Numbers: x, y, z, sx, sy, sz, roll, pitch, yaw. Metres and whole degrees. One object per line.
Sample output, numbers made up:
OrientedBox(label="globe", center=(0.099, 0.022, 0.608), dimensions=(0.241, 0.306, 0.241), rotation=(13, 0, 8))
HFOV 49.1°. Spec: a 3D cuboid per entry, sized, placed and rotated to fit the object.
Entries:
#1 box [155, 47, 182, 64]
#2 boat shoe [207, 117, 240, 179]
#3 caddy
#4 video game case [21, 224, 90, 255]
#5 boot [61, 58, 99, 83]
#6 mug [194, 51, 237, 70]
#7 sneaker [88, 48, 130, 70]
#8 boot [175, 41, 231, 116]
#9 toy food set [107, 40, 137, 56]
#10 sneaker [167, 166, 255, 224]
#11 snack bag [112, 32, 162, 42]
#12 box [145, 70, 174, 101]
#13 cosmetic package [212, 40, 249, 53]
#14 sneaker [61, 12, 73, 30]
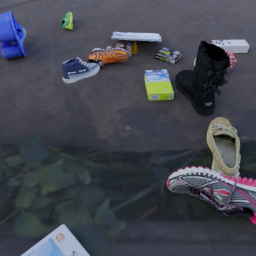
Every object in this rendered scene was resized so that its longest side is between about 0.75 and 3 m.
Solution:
OrientedBox(label="box", center=(1.592, -2.865, 11.059), dimensions=(0.883, 0.195, 0.707), rotation=(22, 48, 22))
OrientedBox(label="boat shoe", center=(2.501, 0.430, 7.232), dimensions=(0.834, 0.720, 2.287), rotation=(10, 45, 10))
OrientedBox(label="caddy", center=(-4.551, -3.649, 10.986), dimensions=(1.095, 1.475, 2.087), rotation=(-19, 48, -10))
OrientedBox(label="video game case", center=(-1.469, 3.191, 4.664), dimensions=(2.492, 0.275, 2.268), rotation=(-33, 53, -30))
OrientedBox(label="boot", center=(-1.183, -1.570, 7.145), dimensions=(0.416, 0.516, 1.143), rotation=(28, 44, 29))
OrientedBox(label="mug", center=(3.106, -2.422, 10.151), dimensions=(1.296, 0.865, 1.150), rotation=(-17, 48, -21))
OrientedBox(label="sneaker", center=(-0.762, -2.536, 10.517), dimensions=(1.580, 0.613, 0.885), rotation=(4, 47, 19))
OrientedBox(label="boot", center=(2.216, -1.730, 8.629), dimensions=(0.867, 1.919, 2.342), rotation=(-9, 44, -9))
OrientedBox(label="toy food set", center=(-0.268, -3.191, 11.141), dimensions=(1.230, 0.554, 0.587), rotation=(7, 44, 8))
OrientedBox(label="sneaker", center=(1.928, 1.425, 6.109), dimensions=(2.192, 0.884, 0.818), rotation=(9, 57, 15))
OrientedBox(label="snack bag", center=(0.350, -3.748, 11.429), dimensions=(2.015, 0.229, 2.137), rotation=(5, 22, 4))
OrientedBox(label="box", center=(1.029, -1.475, 9.510), dimensions=(0.833, 0.326, 1.366), rotation=(-3, 44, -3))
OrientedBox(label="cosmetic package", center=(4.172, -3.352, 11.465), dimensions=(1.359, 0.344, 0.561), rotation=(-1, 45, -2))
OrientedBox(label="sneaker", center=(-2.870, -5.058, 13.143), dimensions=(0.551, 0.488, 1.318), rotation=(-3, 44, -9))
